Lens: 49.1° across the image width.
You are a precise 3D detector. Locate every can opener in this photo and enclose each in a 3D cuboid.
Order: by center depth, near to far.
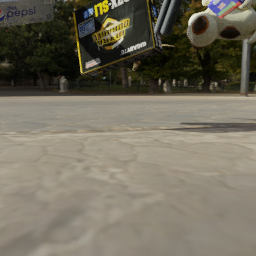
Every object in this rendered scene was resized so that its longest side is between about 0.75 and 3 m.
[{"bbox_3d":[1.168,-3.549,7.572,0.676,2.033,0.535,3,20,-41],"label":"can opener"}]

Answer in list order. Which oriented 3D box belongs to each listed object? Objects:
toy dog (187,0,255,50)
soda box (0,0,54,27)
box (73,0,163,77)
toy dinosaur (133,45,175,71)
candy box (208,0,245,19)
[{"bbox_3d":[2.997,-3.352,9.187,2.160,2.095,1.507,-15,-15,1],"label":"toy dog"},{"bbox_3d":[-3.961,-4.017,9.225,2.832,0.898,0.967,-22,61,-30],"label":"soda box"},{"bbox_3d":[-0.414,-3.208,9.238,2.908,2.322,0.717,-11,-7,33],"label":"box"},{"bbox_3d":[0.607,-2.849,10.573,1.146,0.660,2.267,-12,-5,-36],"label":"toy dinosaur"},{"bbox_3d":[2.198,-2.826,5.417,0.449,1.166,0.986,38,3,-8],"label":"candy box"}]
